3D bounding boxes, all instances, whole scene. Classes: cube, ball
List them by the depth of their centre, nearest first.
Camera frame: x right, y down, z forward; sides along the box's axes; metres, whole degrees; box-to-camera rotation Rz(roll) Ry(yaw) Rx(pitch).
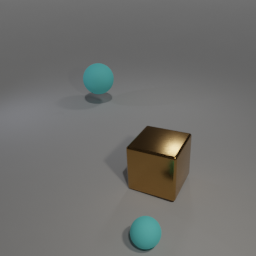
[{"bbox_3d":[0.392,2.319,6.227,0.700,0.700,0.700,0,29,0],"label":"ball"},{"bbox_3d":[0.899,0.938,7.934,1.400,1.400,1.400,11,31,25],"label":"cube"},{"bbox_3d":[-1.356,-2.252,12.851,1.400,1.400,1.400,0,29,0],"label":"ball"}]
